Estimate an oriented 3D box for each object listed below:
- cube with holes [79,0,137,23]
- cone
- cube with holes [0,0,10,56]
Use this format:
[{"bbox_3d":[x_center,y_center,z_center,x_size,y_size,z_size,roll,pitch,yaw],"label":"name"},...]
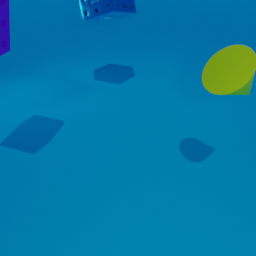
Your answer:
[{"bbox_3d":[-0.671,-4.118,8.809,1.243,1.243,1.243,-1,15,36],"label":"cube with holes"},{"bbox_3d":[2.020,-0.826,5.106,0.973,0.969,0.969,29,12,-41],"label":"cone"},{"bbox_3d":[-2.863,-1.848,4.746,1.159,1.159,1.159,19,36,3],"label":"cube with holes"}]
